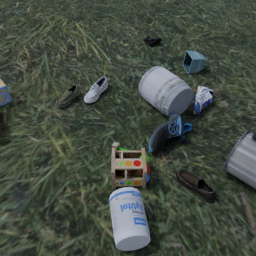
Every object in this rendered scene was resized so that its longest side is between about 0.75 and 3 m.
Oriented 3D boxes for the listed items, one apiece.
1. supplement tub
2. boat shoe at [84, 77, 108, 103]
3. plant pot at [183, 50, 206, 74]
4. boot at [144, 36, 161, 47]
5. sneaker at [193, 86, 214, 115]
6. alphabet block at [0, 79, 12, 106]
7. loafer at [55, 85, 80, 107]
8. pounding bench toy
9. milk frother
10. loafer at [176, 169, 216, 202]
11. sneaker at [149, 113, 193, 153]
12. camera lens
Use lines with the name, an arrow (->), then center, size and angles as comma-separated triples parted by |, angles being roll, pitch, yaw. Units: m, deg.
supplement tub -> 0.026, 2.674, 8.340 | 1.035, 1.035, 1.569 | -7, 45, -7
boat shoe -> -1.469, -1.806, 13.041 | 0.605, 0.576, 1.681 | 26, 51, 23
plant pot -> 3.479, -3.414, 14.447 | 0.910, 0.891, 0.893 | -5, 46, -12
boot -> 1.436, -5.170, 16.442 | 0.902, 0.339, 0.674 | -26, 55, -16
sneaker -> 3.365, -1.251, 12.423 | 0.810, 0.692, 1.839 | 14, 48, 14
alphabet block -> -5.969, -1.597, 12.597 | 0.951, 0.946, 0.968 | -31, 54, -29
loafer -> -2.787, -1.495, 12.777 | 0.558, 0.517, 1.485 | 21, 49, 20
pounding bench toy -> 0.087, 1.165, 9.818 | 1.283, 1.022, 1.644 | -1, 46, -1
milk frother -> 5.232, 1.115, 9.519 | 2.688, 2.579, 2.858 | 34, 12, 29
loafer -> 2.328, 1.840, 9.484 | 1.538, 0.549, 0.561 | 32, 53, 27
sneaker -> 1.661, 0.226, 10.863 | 0.948, 0.848, 2.315 | 29, 52, 25
camera lens -> 1.586, -1.594, 12.112 | 1.613, 1.613, 2.017 | -29, 53, -25
